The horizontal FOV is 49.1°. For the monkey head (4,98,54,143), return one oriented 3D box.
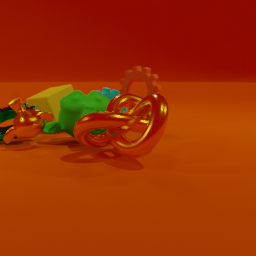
[{"bbox_3d":[-1.982,-0.166,5.403,1.028,0.739,0.619,-29,39,-6],"label":"monkey head"}]

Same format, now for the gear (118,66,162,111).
[{"bbox_3d":[0.302,-1.008,7.451,1.220,1.220,0.226,7,14,34],"label":"gear"}]

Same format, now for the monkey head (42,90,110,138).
[{"bbox_3d":[-0.877,-0.112,5.864,1.750,1.055,1.259,-1,41,-20],"label":"monkey head"}]

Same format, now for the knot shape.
[{"bbox_3d":[0.058,-0.084,4.750,1.746,0.807,1.634,-25,19,-27],"label":"knot shape"}]

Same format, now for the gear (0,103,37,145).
[{"bbox_3d":[-2.651,-0.124,6.268,1.316,0.243,1.316,-4,35,3],"label":"gear"}]

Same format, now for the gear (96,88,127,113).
[{"bbox_3d":[-0.541,-0.455,7.081,1.088,1.088,0.201,-7,16,-33],"label":"gear"}]

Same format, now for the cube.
[{"bbox_3d":[-1.908,-0.534,7.323,0.891,0.891,0.891,-1,26,38],"label":"cube"}]
